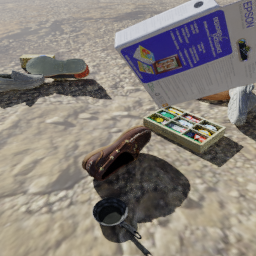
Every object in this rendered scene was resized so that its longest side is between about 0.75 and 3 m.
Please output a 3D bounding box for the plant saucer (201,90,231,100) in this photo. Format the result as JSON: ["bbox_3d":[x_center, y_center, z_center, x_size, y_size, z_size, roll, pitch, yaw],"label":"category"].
[{"bbox_3d":[3.337,-1.923,11.534,2.702,0.436,2.702,0,33,0],"label":"plant saucer"}]

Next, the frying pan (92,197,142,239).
[{"bbox_3d":[-0.152,1.819,5.767,1.228,0.200,0.743,16,36,20],"label":"frying pan"}]

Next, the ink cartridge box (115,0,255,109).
[{"bbox_3d":[1.385,-1.438,5.791,2.517,2.493,0.546,-14,60,22],"label":"ink cartridge box"}]

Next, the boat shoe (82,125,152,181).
[{"bbox_3d":[-0.101,0.649,7.149,2.154,0.758,0.758,-33,41,-30],"label":"boat shoe"}]

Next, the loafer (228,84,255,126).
[{"bbox_3d":[3.943,-0.938,9.494,0.900,0.902,2.580,18,44,8],"label":"loafer"}]

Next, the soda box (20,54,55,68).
[{"bbox_3d":[-4.356,-3.234,13.553,1.580,0.506,0.535,2,32,2],"label":"soda box"}]

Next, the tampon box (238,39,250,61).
[{"bbox_3d":[3.726,-2.577,8.601,1.416,1.890,1.193,51,32,13],"label":"tampon box"}]

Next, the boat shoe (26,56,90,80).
[{"bbox_3d":[-3.030,-2.549,12.186,2.725,0.970,0.853,1,-11,6],"label":"boat shoe"}]

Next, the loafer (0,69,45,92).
[{"bbox_3d":[-4.497,-1.963,11.257,2.223,0.776,0.777,-11,34,-17],"label":"loafer"}]

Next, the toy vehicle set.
[{"bbox_3d":[1.700,-0.052,8.670,2.152,0.285,1.337,28,41,37],"label":"toy vehicle set"}]
